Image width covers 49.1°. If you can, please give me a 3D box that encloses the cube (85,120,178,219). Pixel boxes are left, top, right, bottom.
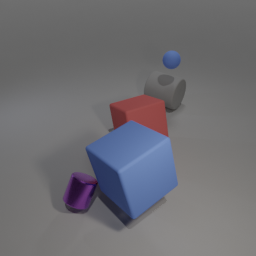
[{"bbox_3d":[0.104,0.889,6.472,1.400,1.400,1.400,-31,34,-25],"label":"cube"}]

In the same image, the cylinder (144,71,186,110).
[{"bbox_3d":[1.635,-1.664,12.358,1.400,1.400,1.400,22,37,27],"label":"cylinder"}]

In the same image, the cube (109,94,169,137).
[{"bbox_3d":[0.364,-0.210,9.470,1.400,1.400,1.400,-18,22,-21],"label":"cube"}]

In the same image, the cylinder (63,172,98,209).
[{"bbox_3d":[-1.209,1.580,7.107,0.700,0.700,0.700,21,6,-2],"label":"cylinder"}]

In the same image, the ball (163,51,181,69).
[{"bbox_3d":[1.694,-2.645,10.887,0.700,0.700,0.700,0,30,0],"label":"ball"}]
